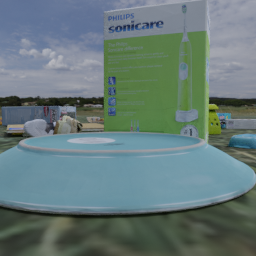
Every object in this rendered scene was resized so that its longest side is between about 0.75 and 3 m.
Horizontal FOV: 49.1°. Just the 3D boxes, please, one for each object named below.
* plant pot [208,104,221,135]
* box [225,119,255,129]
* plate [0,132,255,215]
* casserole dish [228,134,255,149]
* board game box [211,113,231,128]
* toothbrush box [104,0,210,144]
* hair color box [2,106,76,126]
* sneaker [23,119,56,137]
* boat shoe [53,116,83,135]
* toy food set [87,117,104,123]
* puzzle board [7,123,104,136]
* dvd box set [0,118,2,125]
[{"bbox_3d":[1.877,-0.238,7.428,0.868,0.788,0.864,-2,4,-16],"label":"plant pot"},{"bbox_3d":[4.148,-0.124,9.403,1.690,0.350,0.327,0,3,12],"label":"box"},{"bbox_3d":[-0.141,0.252,2.763,2.577,0.329,2.577,-1,4,0],"label":"plate"},{"bbox_3d":[2.092,0.214,4.755,0.578,0.185,0.955,3,5,42],"label":"casserole dish"},{"bbox_3d":[2.519,-0.274,10.137,1.740,0.541,2.304,2,4,34],"label":"board game box"},{"bbox_3d":[0.470,-0.720,4.354,1.514,2.080,0.895,0,4,19],"label":"toothbrush box"},{"bbox_3d":[-3.632,-0.482,11.507,2.685,0.814,1.329,0,3,18],"label":"hair color box"},{"bbox_3d":[-1.923,0.041,5.959,0.630,0.418,1.108,1,-3,25],"label":"sneaker"},{"bbox_3d":[-1.116,0.044,5.445,0.447,0.496,1.375,11,3,-6],"label":"boat shoe"},{"bbox_3d":[-1.239,-0.522,15.104,1.626,0.491,1.167,1,3,23],"label":"toy food set"},{"bbox_3d":[-1.868,0.041,7.628,2.635,0.229,1.986,-2,5,-23],"label":"puzzle board"},{"bbox_3d":[-6.454,-0.331,13.147,2.210,0.325,1.617,0,2,-8],"label":"dvd box set"}]
